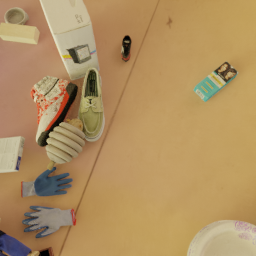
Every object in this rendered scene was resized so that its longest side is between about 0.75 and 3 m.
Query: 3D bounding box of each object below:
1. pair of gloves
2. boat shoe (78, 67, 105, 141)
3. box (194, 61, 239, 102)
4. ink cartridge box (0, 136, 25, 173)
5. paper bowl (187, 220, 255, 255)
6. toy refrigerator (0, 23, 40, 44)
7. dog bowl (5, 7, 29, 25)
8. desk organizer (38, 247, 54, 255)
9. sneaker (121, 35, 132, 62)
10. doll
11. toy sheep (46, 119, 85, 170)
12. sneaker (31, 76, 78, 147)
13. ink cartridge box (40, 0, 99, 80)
[{"bbox_3d":[-2.722,2.485,9.528,1.819,0.258,2.263,-8,74,-4],"label":"pair of gloves"},{"bbox_3d":[-1.383,-0.896,10.225,0.984,0.848,2.732,-4,73,-1],"label":"boat shoe"},{"bbox_3d":[3.366,-1.780,10.726,1.666,0.410,0.686,-39,77,-11],"label":"box"},{"bbox_3d":[-4.222,0.928,9.703,1.230,0.266,1.207,-7,66,21],"label":"ink cartridge box"},{"bbox_3d":[3.129,4.190,8.383,2.729,1.419,2.729,0,73,0],"label":"paper bowl"},{"bbox_3d":[-4.376,-3.801,11.305,1.443,0.505,0.548,7,80,3],"label":"toy refrigerator"},{"bbox_3d":[-4.647,-4.567,11.637,0.986,0.289,0.986,0,74,-1],"label":"dog bowl"},{"bbox_3d":[-2.904,4.130,8.959,0.943,0.363,0.338,-16,74,-5],"label":"desk organizer"},{"bbox_3d":[-0.068,-3.187,11.090,0.391,0.540,1.106,5,75,-1],"label":"sneaker"},{"bbox_3d":[-4.300,3.759,8.802,2.840,0.688,1.938,25,90,12],"label":"doll"},{"bbox_3d":[-2.136,0.550,9.550,1.366,1.366,1.981,22,74,7],"label":"toy sheep"},{"bbox_3d":[-3.005,-0.687,10.162,1.416,0.882,2.642,22,71,7],"label":"sneaker"},{"bbox_3d":[-2.031,-3.398,9.856,1.282,2.995,2.211,-21,74,-6],"label":"ink cartridge box"}]
